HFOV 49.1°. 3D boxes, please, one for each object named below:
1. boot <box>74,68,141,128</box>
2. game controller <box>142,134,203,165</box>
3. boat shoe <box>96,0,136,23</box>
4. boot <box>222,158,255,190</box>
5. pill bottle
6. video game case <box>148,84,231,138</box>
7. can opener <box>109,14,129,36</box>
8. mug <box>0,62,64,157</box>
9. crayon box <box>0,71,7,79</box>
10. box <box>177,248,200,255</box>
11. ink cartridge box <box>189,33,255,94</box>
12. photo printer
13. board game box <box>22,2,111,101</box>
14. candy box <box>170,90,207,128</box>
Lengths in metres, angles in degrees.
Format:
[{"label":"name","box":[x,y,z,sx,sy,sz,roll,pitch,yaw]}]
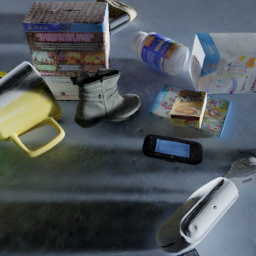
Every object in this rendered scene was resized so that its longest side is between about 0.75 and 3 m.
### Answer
[{"label":"boot","box":[-0.445,-1.040,8.680,2.624,1.714,0.888,-20,51,-36]},{"label":"game controller","box":[1.286,0.621,8.099,1.720,0.362,0.897,9,33,7]},{"label":"boat shoe","box":[-0.595,-6.113,14.479,2.356,0.869,0.815,35,51,20]},{"label":"boot","box":[2.873,1.227,7.464,1.417,0.521,0.677,-15,32,1]},{"label":"pill bottle","box":[1.194,-3.066,11.195,2.191,1.228,1.228,34,55,28]},{"label":"video game case","box":[2.136,-0.668,9.572,2.429,0.216,1.738,18,49,17]},{"label":"can opener","box":[-0.947,-4.770,13.241,0.830,0.657,2.496,34,54,29]},{"label":"mug","box":[-3.271,-0.531,8.294,2.061,2.010,2.510,-36,44,-20]},{"label":"crayon box","box":[-5.459,-1.043,9.529,2.356,0.796,2.731,21,50,17]},{"label":"box","box":[0.979,2.993,5.613,1.075,0.798,0.576,-15,48,-15]},{"label":"ink cartridge box","box":[3.732,-2.347,10.186,2.561,1.646,1.604,-1,46,-1]},{"label":"photo printer","box":[1.422,1.976,6.151,1.815,1.510,0.630,-35,76,-29]},{"label":"board game box","box":[-1.818,-2.458,9.388,2.365,2.966,1.436,1,46,0]},{"label":"candy box","box":[1.938,-0.641,8.861,0.909,0.435,1.574,7,38,19]}]
